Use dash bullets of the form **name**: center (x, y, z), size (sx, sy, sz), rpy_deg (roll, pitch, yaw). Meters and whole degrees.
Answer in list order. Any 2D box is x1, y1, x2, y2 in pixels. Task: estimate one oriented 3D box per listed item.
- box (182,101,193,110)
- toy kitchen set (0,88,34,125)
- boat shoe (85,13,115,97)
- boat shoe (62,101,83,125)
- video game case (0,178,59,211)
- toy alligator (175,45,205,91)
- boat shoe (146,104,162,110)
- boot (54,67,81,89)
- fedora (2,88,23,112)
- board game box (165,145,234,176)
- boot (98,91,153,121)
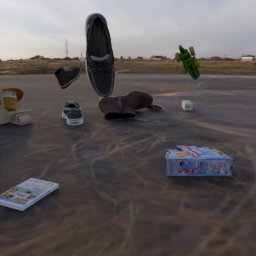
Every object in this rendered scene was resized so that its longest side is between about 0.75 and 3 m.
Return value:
- **box**: center (3.137, -1.198, 14.819), size (0.441, 0.367, 1.073), rpy_deg (1, 14, 3)
- **toy kitchen set**: center (-4.655, -0.942, 11.489), size (1.334, 1.475, 1.635), rpy_deg (10, 18, 34)
- **boat shoe**: center (-0.846, -2.073, 8.281), size (0.897, 2.494, 0.808), rpy_deg (-3, 21, -3)
- **boat shoe**: center (-2.375, -0.766, 12.197), size (0.874, 0.787, 2.472), rpy_deg (-5, 15, -18)
- **video game case**: center (-1.970, 1.269, 5.487), size (0.734, 0.092, 1.024), rpy_deg (6, 15, 23)
- **toy alligator**: center (2.601, -2.543, 11.603), size (0.771, 2.326, 0.559), rpy_deg (-19, 37, 23)
- **boat shoe**: center (1.344, -1.072, 14.459), size (0.863, 0.310, 0.280), rpy_deg (8, 10, 7)
- **boot**: center (-2.814, -2.616, 13.173), size (0.533, 0.952, 1.377), rpy_deg (20, 62, 28)
- **fedora**: center (-5.504, -0.997, 12.355), size (2.107, 0.859, 2.107), rpy_deg (-24, -7, -3)
- **board game box**: center (1.491, 0.757, 6.792), size (1.455, 0.449, 1.456), rpy_deg (-3, 14, -13)
- **boot**: center (0.077, -0.922, 13.154), size (2.862, 1.035, 2.381), rpy_deg (-2, 26, -13)
